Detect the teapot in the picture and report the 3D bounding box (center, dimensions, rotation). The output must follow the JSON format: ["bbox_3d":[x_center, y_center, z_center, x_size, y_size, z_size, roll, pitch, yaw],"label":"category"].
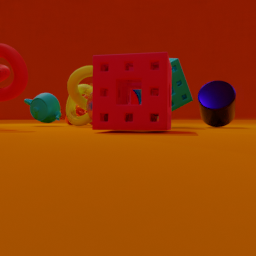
[{"bbox_3d":[-2.725,-0.610,9.166,1.636,1.018,0.801,25,19,19],"label":"teapot"}]

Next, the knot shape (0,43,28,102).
[{"bbox_3d":[-2.873,-0.812,5.599,1.717,1.607,0.793,1,-28,32],"label":"knot shape"}]

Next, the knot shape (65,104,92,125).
[{"bbox_3d":[-1.598,-0.507,10.699,1.677,0.775,1.569,-1,1,-19],"label":"knot shape"}]

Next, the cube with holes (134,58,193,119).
[{"bbox_3d":[0.782,-1.063,7.365,1.142,1.142,1.142,-27,20,-8],"label":"cube with holes"}]

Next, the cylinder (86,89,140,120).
[{"bbox_3d":[-0.413,-0.569,7.223,1.127,1.127,1.127,-1,2,-20],"label":"cylinder"}]

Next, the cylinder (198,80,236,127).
[{"bbox_3d":[2.357,-0.626,7.415,0.921,0.921,0.921,1,-28,21],"label":"cylinder"}]

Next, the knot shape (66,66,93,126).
[{"bbox_3d":[-1.112,-0.954,8.368,1.969,1.843,0.910,10,33,19],"label":"knot shape"}]

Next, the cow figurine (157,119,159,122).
[{"bbox_3d":[0.720,-0.836,9.983,0.796,1.428,1.451,-8,23,9],"label":"cow figurine"}]

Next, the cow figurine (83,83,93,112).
[{"bbox_3d":[-1.508,-1.090,11.186,1.566,0.859,1.541,11,-37,39],"label":"cow figurine"}]

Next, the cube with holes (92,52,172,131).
[{"bbox_3d":[0.134,-0.566,4.967,1.200,1.200,1.200,0,0,12],"label":"cube with holes"}]
